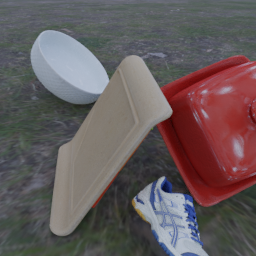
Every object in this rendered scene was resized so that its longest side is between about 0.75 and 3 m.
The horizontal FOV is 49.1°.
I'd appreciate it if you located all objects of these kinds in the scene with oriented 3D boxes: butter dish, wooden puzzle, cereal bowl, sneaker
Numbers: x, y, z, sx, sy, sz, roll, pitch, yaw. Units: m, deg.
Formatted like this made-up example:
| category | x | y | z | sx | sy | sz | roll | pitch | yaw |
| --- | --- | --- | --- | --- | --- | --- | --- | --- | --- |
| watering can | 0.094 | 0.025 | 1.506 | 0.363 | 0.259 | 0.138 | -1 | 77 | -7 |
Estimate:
| category | x | y | z | sx | sy | sz | roll | pitch | yaw |
| --- | --- | --- | --- | --- | --- | --- | --- | --- | --- |
| butter dish | 2.065 | -0.139 | 5.100 | 2.579 | 2.586 | 1.911 | -25 | -6 | -11 |
| wooden puzzle | -0.454 | 0.189 | 5.514 | 0.558 | 2.999 | 2.774 | 31 | 22 | -25 |
| cereal bowl | -2.023 | -1.840 | 9.331 | 2.775 | 1.155 | 2.775 | 35 | 31 | -25 |
| sneaker | 0.765 | 1.416 | 4.313 | 0.812 | 0.694 | 1.843 | -44 | 40 | -2 |
